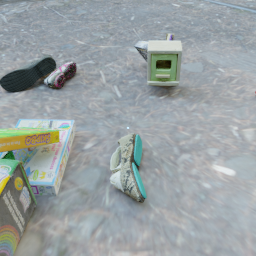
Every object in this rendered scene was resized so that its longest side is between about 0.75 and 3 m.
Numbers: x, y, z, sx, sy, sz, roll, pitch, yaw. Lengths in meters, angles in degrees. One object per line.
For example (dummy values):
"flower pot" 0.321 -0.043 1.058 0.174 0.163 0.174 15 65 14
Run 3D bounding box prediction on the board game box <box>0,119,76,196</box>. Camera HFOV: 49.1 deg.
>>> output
"board game box" -2.352 0.642 7.163 1.600 0.407 2.379 1 38 2

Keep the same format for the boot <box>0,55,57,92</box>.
"boot" -3.676 -2.053 10.434 2.140 0.725 1.398 -29 26 -13

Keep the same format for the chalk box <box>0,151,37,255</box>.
"chalk box" -2.760 1.461 5.221 1.459 1.466 2.357 5 41 6

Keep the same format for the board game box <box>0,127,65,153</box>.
"board game box" -2.726 0.239 5.935 1.322 0.415 2.767 4 9 29

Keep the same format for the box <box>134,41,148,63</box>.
"box" 0.890 -2.773 10.607 0.320 1.050 1.325 -46 30 -2

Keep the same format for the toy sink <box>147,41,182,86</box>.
"toy sink" 1.195 -1.971 9.410 1.086 1.667 0.934 2 38 5

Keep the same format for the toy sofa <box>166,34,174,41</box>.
"toy sofa" 1.962 -3.884 12.790 0.562 0.477 1.152 7 39 10

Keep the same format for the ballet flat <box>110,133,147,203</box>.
"ballet flat" -0.029 0.959 6.643 0.825 0.744 2.192 -19 34 12

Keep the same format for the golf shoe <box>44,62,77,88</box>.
"golf shoe" -2.485 -2.059 10.426 0.722 0.570 1.569 14 41 19
